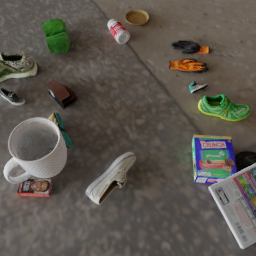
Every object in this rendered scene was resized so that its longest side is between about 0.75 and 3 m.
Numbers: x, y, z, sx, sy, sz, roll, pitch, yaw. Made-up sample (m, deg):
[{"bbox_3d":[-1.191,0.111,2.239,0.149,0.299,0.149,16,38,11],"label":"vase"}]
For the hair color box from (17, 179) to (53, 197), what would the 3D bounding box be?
[{"bbox_3d":[-3.230,2.082,9.764,1.083,0.332,0.550,1,56,0],"label":"hair color box"}]

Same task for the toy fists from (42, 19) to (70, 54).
[{"bbox_3d":[-3.462,-4.525,13.767,1.099,0.741,2.155,-18,60,-3],"label":"toy fists"}]

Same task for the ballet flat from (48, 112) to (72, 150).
[{"bbox_3d":[-2.699,0.215,10.900,0.594,0.641,1.819,-34,57,10],"label":"ballet flat"}]

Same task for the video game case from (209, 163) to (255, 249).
[{"bbox_3d":[3.983,2.477,9.131,1.929,0.243,2.117,-25,75,-6],"label":"video game case"}]

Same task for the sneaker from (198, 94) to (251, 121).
[{"bbox_3d":[3.930,-0.847,11.313,2.081,0.870,0.771,8,57,5],"label":"sneaker"}]

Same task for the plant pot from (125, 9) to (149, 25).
[{"bbox_3d":[0.478,-5.868,14.935,1.261,0.173,1.261,0,57,1],"label":"plant pot"}]

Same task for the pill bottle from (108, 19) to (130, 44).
[{"bbox_3d":[-0.494,-4.846,13.959,0.717,0.717,1.277,-25,61,-15],"label":"pill bottle"}]

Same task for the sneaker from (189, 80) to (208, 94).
[{"bbox_3d":[3.046,-1.885,12.302,0.852,0.356,0.514,-22,70,-12],"label":"sneaker"}]

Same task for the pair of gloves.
[{"bbox_3d":[2.926,-3.426,13.329,1.877,0.260,2.106,9,57,6],"label":"pair of gloves"}]

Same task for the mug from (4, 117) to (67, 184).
[{"bbox_3d":[-3.126,1.015,9.478,2.221,1.947,1.640,-39,65,-21],"label":"mug"}]

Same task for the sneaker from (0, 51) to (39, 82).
[{"bbox_3d":[-5.573,-2.827,12.301,2.992,1.326,1.150,-13,58,-8],"label":"sneaker"}]

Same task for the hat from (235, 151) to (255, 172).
[{"bbox_3d":[4.585,1.284,10.161,1.327,0.535,1.327,0,58,0],"label":"hat"}]

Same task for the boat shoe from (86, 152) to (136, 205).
[{"bbox_3d":[-0.404,1.743,9.645,2.187,0.776,0.764,-40,55,-22],"label":"boat shoe"}]

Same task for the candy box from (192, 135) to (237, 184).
[{"bbox_3d":[3.102,1.124,10.184,1.425,0.649,1.685,2,57,2],"label":"candy box"}]

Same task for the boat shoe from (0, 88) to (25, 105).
[{"bbox_3d":[-4.958,-1.345,11.889,1.221,0.433,0.440,22,60,13],"label":"boat shoe"}]

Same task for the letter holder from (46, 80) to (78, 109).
[{"bbox_3d":[-2.758,-1.525,11.873,0.848,0.600,1.193,-35,63,-19],"label":"letter holder"}]
